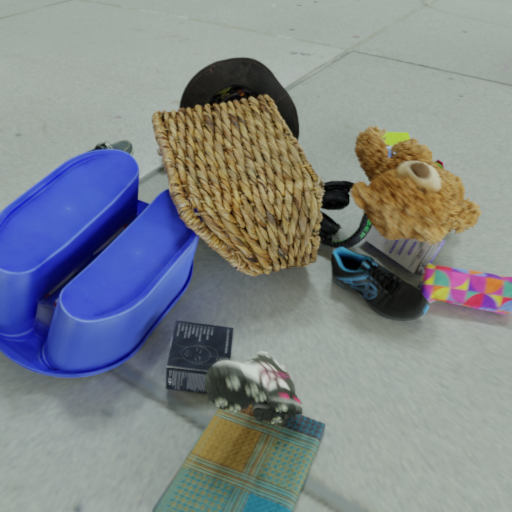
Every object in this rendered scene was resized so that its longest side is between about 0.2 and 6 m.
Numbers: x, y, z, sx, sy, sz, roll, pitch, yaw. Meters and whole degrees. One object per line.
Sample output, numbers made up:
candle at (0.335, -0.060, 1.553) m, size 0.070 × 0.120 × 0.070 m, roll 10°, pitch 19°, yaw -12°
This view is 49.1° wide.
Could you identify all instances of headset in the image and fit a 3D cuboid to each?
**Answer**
headset at (1.546, -0.907, 11.607) m, size 2.175 × 1.343 × 1.022 m, roll 23°, pitch 5°, yaw 42°

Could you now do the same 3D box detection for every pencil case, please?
pencil case at (3.784, 0.603, 10.095) m, size 1.696 × 0.750 × 0.750 m, roll 8°, pitch 40°, yaw 12°

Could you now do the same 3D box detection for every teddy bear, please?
teddy bear at (3.035, -1.392, 10.351) m, size 3.625 × 1.210 × 2.628 m, roll -8°, pitch 63°, yaw -52°

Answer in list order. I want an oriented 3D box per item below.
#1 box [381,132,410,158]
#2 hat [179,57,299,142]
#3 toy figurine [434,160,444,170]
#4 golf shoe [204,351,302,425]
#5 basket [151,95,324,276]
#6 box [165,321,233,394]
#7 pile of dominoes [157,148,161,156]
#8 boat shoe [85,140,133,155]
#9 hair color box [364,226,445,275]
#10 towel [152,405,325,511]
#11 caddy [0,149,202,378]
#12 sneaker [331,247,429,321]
box at (3.455, -2.594, 14.162) m, size 1.027 × 0.401 × 1.685 m, roll 1°, pitch 40°, yaw 2°
hat at (-0.445, -3.160, 13.221) m, size 2.859 × 2.859 × 1.153 m, roll -6°, pitch 16°, yaw -7°
toy figurine at (4.194, -2.106, 13.467) m, size 0.833 × 0.626 × 0.767 m, roll 36°, pitch 36°, yaw 9°
golf shoe at (-0.089, 1.692, 7.629) m, size 0.738 × 1.912 × 0.842 m, roll -25°, pitch 53°, yaw 21°
basket at (-0.485, -1.193, 10.859) m, size 2.558 × 2.450 × 3.433 m, roll -12°, pitch 46°, yaw -12°
box at (-0.882, 1.604, 8.845) m, size 0.955 × 0.602 × 0.971 m, roll 7°, pitch 40°, yaw -2°
pile of dominoes at (-1.184, -3.082, 14.950) m, size 2.475 × 0.506 × 3.175 m, roll 0°, pitch 31°, yaw 1°
boat shoe at (-3.757, -2.542, 13.977) m, size 0.659 × 0.559 × 1.811 m, roll 23°, pitch 45°, yaw 26°
hair color box at (2.857, -0.349, 11.067) m, size 0.477 × 0.805 × 1.473 m, roll 8°, pitch 25°, yaw -45°
towel at (-0.152, 2.916, 7.653) m, size 1.630 × 0.241 × 2.222 m, roll 17°, pitch 41°, yaw 18°
caddy at (-2.723, 0.116, 9.606) m, size 2.873 × 2.133 × 4.063 m, roll 32°, pitch 49°, yaw 5°
sneaker at (2.125, 0.500, 9.995) m, size 1.970 × 0.807 × 0.721 m, roll 27°, pitch 67°, yaw 31°
